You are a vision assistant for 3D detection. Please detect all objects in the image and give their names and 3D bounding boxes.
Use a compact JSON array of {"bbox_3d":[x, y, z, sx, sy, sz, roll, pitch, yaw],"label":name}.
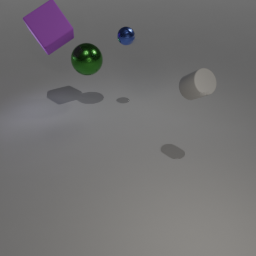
[{"bbox_3d":[-3.196,-4.084,11.499,1.400,1.400,1.400,-36,9,-6],"label":"cube"},{"bbox_3d":[1.811,-1.133,7.315,0.700,0.700,0.700,-15,0,-25],"label":"cylinder"},{"bbox_3d":[-0.073,-3.605,10.981,0.700,0.700,0.700,0,30,0],"label":"ball"},{"bbox_3d":[-1.814,-3.031,12.375,1.400,1.400,1.400,0,30,0],"label":"ball"}]
